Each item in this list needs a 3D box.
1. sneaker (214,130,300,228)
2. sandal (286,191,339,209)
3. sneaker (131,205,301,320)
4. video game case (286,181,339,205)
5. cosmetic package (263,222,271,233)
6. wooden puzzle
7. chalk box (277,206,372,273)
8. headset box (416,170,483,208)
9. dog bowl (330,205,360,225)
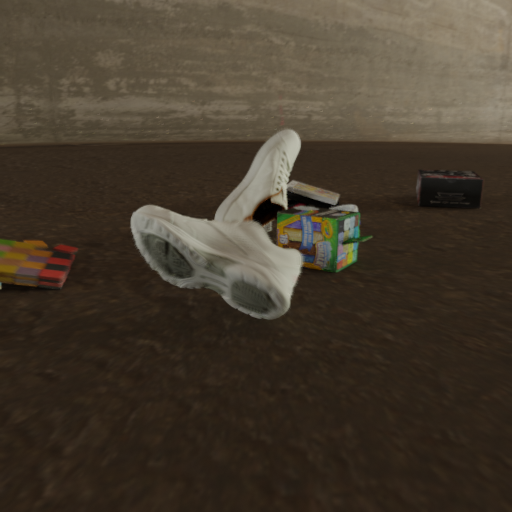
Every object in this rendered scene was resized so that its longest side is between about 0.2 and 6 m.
[{"bbox_3d":[0.389,-1.447,12.021,1.222,1.051,2.887,22,68,28],"label":"sneaker"},{"bbox_3d":[0.962,-1.527,15.819,2.880,0.649,1.082,11,17,-15],"label":"sandal"},{"bbox_3d":[-0.516,-0.101,7.725,2.472,0.963,1.228,27,47,7],"label":"sneaker"},{"bbox_3d":[1.614,-1.809,15.893,1.466,0.168,1.334,18,17,7],"label":"video game case"},{"bbox_3d":[-0.164,-0.713,12.779,0.633,0.455,1.122,10,20,30],"label":"cosmetic package"},{"bbox_3d":[-4.101,0.079,9.536,1.774,0.210,2.992,8,14,-14],"label":"wooden puzzle"},{"bbox_3d":[1.292,-0.311,10.264,1.599,0.991,0.998,11,17,32],"label":"chalk box"},{"bbox_3d":[5.763,-2.034,16.847,1.746,0.906,2.347,3,16,13],"label":"headset box"},{"bbox_3d":[1.816,-0.809,12.722,1.045,0.411,1.045,-16,14,4],"label":"dog bowl"}]
